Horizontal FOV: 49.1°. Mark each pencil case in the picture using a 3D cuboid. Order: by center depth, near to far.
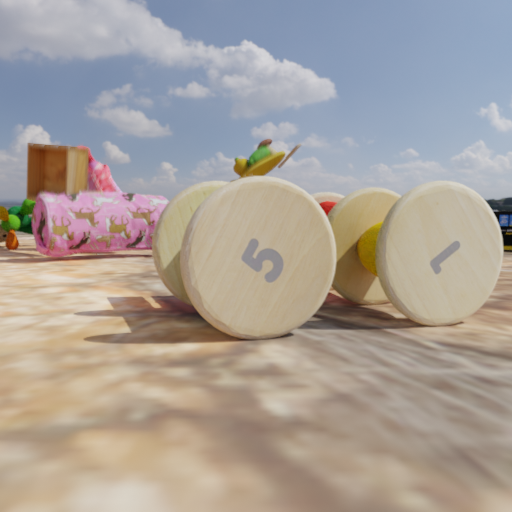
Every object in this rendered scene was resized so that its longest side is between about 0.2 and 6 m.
[{"bbox_3d":[-2.473,-0.512,9.176,2.301,0.953,0.996,-3,36,-37],"label":"pencil case"}]

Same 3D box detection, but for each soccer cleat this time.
[{"bbox_3d":[-3.005,-1.286,10.866,0.824,0.945,2.470,-9,35,-40],"label":"soccer cleat"}]

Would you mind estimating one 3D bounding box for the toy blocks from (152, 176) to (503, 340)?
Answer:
[{"bbox_3d":[0.208,-0.093,4.660,2.237,0.975,2.684,-1,4,-18],"label":"toy blocks"}]

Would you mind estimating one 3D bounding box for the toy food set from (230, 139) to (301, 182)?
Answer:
[{"bbox_3d":[0.063,-2.187,12.700,1.783,0.582,1.049,-32,-7,-34],"label":"toy food set"}]

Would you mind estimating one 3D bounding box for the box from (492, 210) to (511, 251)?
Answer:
[{"bbox_3d":[5.740,-0.593,12.221,2.826,0.873,3.539,4,5,24],"label":"box"}]

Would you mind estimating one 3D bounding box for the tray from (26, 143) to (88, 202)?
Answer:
[{"bbox_3d":[-3.651,-1.465,10.201,0.408,1.086,2.203,-2,12,-39],"label":"tray"}]

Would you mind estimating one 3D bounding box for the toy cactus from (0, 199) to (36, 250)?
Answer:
[{"bbox_3d":[-5.343,-0.639,12.353,2.282,1.414,2.766,-20,-6,36],"label":"toy cactus"}]
